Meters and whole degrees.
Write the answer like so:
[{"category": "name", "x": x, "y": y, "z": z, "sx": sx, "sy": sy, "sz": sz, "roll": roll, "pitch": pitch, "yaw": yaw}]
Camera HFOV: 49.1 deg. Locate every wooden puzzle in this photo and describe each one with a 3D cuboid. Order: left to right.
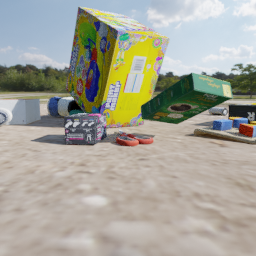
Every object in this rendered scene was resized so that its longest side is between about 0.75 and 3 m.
[{"category": "wooden puzzle", "x": 2.880, "y": 0.004, "z": 7.070, "sx": 1.704, "sy": 0.426, "sz": 1.840, "roll": -7, "pitch": 10, "yaw": -39}]

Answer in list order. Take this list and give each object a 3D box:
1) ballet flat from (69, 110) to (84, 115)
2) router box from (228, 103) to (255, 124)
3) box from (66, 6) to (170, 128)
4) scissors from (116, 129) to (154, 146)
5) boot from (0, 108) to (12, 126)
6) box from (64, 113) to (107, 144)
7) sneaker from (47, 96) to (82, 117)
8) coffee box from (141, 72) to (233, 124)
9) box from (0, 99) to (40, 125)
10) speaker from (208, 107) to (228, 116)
[{"category": "ballet flat", "x": -1.504, "y": -0.461, "z": 10.635, "sx": 1.467, "sy": 0.494, "sz": 0.516, "roll": 4, "pitch": -7, "yaw": 17}, {"category": "router box", "x": 4.974, "y": -0.388, "z": 8.821, "sx": 2.904, "sy": 0.742, "sz": 2.166, "roll": 6, "pitch": 10, "yaw": 40}, {"category": "box", "x": -0.544, "y": -1.997, "z": 9.169, "sx": 1.801, "sy": 2.952, "sz": 2.843, "roll": -4, "pitch": 33, "yaw": -33}, {"category": "scissors", "x": -0.134, "y": 0.174, "z": 6.802, "sx": 0.786, "sy": 0.150, "sz": 2.149, "roll": -5, "pitch": 10, "yaw": -24}, {"category": "boot", "x": -4.573, "y": -0.231, "z": 8.674, "sx": 1.736, "sy": 0.631, "sz": 0.784, "roll": -6, "pitch": 15, "yaw": 3}, {"category": "box", "x": -0.938, "y": -0.002, "z": 6.362, "sx": 0.716, "sy": 0.622, "sz": 1.084, "roll": 0, "pitch": 6, "yaw": 8}, {"category": "sneaker", "x": -2.155, "y": -0.978, "z": 12.793, "sx": 1.603, "sy": 1.122, "sz": 2.776, "roll": 8, "pitch": 16, "yaw": 26}, {"category": "coffee box", "x": 1.207, "y": -0.565, "z": 6.103, "sx": 1.103, "sy": 0.395, "sz": 1.794, "roll": 7, "pitch": -20, "yaw": -28}, {"category": "box", "x": -4.014, "y": -0.637, "z": 10.298, "sx": 1.110, "sy": 0.870, "sz": 1.784, "roll": 0, "pitch": 7, "yaw": -3}, {"category": "speaker", "x": 4.379, "y": -0.818, "z": 13.645, "sx": 0.386, "sy": 0.386, "sz": 0.951, "roll": -4, "pitch": 8, "yaw": -27}]
